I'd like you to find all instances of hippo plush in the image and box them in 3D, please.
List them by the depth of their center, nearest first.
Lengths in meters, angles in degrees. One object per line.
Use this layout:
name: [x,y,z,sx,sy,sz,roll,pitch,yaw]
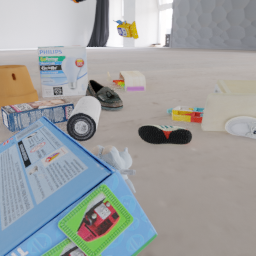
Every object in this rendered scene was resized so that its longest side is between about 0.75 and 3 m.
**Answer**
hippo plush: [-0.220,0.569,5.050,0.974,0.775,0.783,6,21,18]

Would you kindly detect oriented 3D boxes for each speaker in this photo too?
speaker: [-1.155,-0.323,7.616,0.757,0.757,1.864,-1,19,-2]

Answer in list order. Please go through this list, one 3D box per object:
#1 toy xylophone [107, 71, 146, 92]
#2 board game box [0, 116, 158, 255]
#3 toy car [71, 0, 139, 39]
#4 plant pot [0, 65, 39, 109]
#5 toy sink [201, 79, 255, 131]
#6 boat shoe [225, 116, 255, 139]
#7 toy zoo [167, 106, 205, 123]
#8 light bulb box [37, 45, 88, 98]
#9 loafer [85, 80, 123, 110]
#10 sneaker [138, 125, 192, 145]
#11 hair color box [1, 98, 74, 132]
toy xylophone: [-0.072,-2.287,13.365,1.923,0.660,2.627,0,19,0]
board game box: [-1.509,1.016,1.900,2.880,0.527,2.178,-35,22,-16]
toy car: [-0.800,-3.023,7.144,0.912,2.739,1.344,19,68,34]
plant pot: [-4.393,-1.605,10.397,1.929,1.350,1.929,-1,18,0]
toy sink: [2.824,-0.626,7.593,1.741,1.135,0.975,-1,35,-1]
boat shoe: [3.221,0.053,7.058,1.445,0.520,0.495,10,19,0]
toy zoo: [2.100,-0.436,8.808,1.769,0.181,1.161,6,20,16]
light bulb box: [-2.719,-2.407,11.747,1.944,1.962,1.224,-6,20,-16]
loafer: [-0.970,-1.241,10.243,0.854,0.748,2.378,-12,22,-30]
sneaker: [0.918,0.166,6.861,1.310,0.461,0.612,4,3,16]
hair color box: [-2.608,-0.424,8.200,1.868,0.565,0.934,-13,23,-33]
